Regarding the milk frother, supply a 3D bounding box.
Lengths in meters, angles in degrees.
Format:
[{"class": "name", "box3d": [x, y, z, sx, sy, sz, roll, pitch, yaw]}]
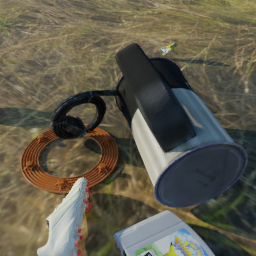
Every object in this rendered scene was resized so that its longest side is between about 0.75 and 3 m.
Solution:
[{"class": "milk frother", "box3d": [0.152, 0.192, 5.639, 2.661, 2.949, 2.774, 30, 25, -38]}]

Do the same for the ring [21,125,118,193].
[{"class": "ring", "box3d": [-1.310, 0.550, 6.339, 2.184, 0.210, 2.184, 1, 39, -1]}]

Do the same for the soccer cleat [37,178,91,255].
[{"class": "soccer cleat", "box3d": [-1.035, 1.454, 4.801, 0.658, 0.587, 1.695, -1, 31, 3]}]

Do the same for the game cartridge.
[{"class": "game cartridge", "box3d": [0.719, 2.115, 4.238, 1.229, 0.373, 1.843, -14, 39, -26]}]

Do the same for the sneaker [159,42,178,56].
[{"class": "sneaker", "box3d": [1.479, -2.851, 10.174, 0.762, 0.284, 0.323, -20, 1, 33]}]
